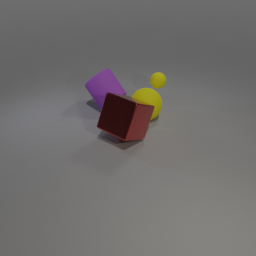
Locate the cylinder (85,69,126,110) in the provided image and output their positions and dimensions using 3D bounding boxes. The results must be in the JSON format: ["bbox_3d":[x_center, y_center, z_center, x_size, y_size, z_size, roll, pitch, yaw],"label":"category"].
[{"bbox_3d":[-1.020,-1.755,12.830,1.400,1.400,1.400,-35,1,1],"label":"cylinder"}]

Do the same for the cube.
[{"bbox_3d":[-0.077,-0.424,10.559,1.400,1.400,1.400,24,12,30],"label":"cube"}]

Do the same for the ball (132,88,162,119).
[{"bbox_3d":[0.772,-1.029,12.120,1.400,1.400,1.400,0,30,0],"label":"ball"}]

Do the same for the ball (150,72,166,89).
[{"bbox_3d":[1.310,-2.064,12.189,0.700,0.700,0.700,0,30,0],"label":"ball"}]
